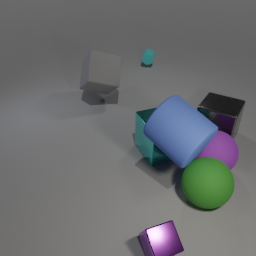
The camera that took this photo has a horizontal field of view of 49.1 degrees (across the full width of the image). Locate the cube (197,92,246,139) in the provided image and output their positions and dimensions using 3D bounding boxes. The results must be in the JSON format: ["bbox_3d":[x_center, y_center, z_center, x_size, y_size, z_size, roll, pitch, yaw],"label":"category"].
[{"bbox_3d":[3.380,-0.307,10.453,1.400,1.400,1.400,19,38,25],"label":"cube"}]

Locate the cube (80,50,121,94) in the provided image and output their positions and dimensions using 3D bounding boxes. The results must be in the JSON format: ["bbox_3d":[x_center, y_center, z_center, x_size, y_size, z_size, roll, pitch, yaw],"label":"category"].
[{"bbox_3d":[-1.230,-2.410,12.366,1.400,1.400,1.400,8,-10,-24],"label":"cube"}]

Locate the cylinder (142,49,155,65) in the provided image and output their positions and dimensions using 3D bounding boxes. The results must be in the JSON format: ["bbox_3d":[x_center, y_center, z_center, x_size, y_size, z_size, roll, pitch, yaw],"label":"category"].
[{"bbox_3d":[1.205,-4.222,16.605,0.700,0.700,0.700,6,41,9],"label":"cylinder"}]

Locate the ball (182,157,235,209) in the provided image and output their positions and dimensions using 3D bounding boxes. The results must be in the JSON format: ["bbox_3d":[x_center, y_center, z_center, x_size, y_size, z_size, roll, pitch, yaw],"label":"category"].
[{"bbox_3d":[2.185,1.497,7.702,1.400,1.400,1.400,0,33,0],"label":"ball"}]

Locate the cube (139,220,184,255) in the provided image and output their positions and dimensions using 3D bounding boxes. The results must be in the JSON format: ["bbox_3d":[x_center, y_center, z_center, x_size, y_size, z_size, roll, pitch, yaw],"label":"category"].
[{"bbox_3d":[0.746,2.620,6.439,0.700,0.700,0.700,-13,66,-18],"label":"cube"}]

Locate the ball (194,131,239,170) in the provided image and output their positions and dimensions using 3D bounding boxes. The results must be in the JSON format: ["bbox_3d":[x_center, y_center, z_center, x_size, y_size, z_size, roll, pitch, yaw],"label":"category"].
[{"bbox_3d":[2.731,0.773,8.807,1.400,1.400,1.400,0,33,0],"label":"ball"}]

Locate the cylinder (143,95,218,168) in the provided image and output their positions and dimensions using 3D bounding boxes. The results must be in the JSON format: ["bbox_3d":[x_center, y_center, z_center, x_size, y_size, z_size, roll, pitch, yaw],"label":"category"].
[{"bbox_3d":[1.367,0.085,7.374,1.400,1.400,1.400,43,49,20],"label":"cylinder"}]

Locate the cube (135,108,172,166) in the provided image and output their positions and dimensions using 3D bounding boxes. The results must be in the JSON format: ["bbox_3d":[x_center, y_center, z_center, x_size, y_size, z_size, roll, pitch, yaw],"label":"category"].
[{"bbox_3d":[1.145,0.219,9.661,1.400,1.400,1.400,-12,35,-18],"label":"cube"}]
